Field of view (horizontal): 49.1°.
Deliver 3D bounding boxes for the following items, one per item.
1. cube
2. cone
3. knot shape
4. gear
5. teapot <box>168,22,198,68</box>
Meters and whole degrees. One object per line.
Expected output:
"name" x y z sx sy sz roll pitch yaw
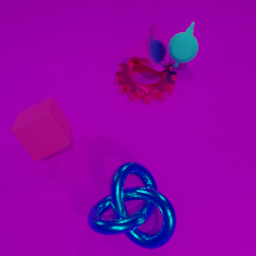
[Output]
"cube" -1.943 0.010 6.472 0.930 0.930 0.930 -25 29 3
"cone" 0.351 -2.276 8.362 1.323 1.318 1.318 1 48 35
"knot shape" 0.124 1.490 5.781 1.774 0.820 1.660 7 56 7
"gear" 0.541 -1.508 8.392 1.789 0.331 1.789 0 53 0
"teapot" 1.640 -2.408 8.210 0.855 1.374 0.673 23 26 5
